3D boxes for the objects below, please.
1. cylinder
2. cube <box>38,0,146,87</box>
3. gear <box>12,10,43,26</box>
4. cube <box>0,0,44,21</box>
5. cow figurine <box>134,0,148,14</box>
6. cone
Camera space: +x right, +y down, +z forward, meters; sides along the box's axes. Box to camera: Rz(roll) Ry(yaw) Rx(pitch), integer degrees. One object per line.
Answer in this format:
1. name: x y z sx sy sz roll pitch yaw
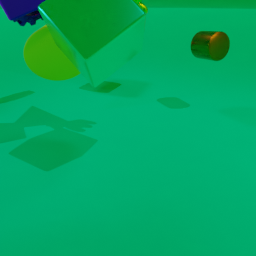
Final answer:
1. cylinder: 2.485 -2.503 8.511 0.839 0.839 0.839 -12 23 -23
2. cube: -0.588 -1.778 5.108 1.284 1.284 1.284 -40 -8 -8
3. gear: -2.800 -3.747 8.230 0.303 1.639 1.639 49 42 8
4. cube: -2.008 -2.805 5.164 1.051 1.051 1.051 -27 42 -7
5. cow figurine: -0.148 -2.961 5.839 1.254 1.274 0.699 33 68 11
6. cone: -1.883 -2.357 7.271 1.592 1.592 1.598 -7 52 -14
